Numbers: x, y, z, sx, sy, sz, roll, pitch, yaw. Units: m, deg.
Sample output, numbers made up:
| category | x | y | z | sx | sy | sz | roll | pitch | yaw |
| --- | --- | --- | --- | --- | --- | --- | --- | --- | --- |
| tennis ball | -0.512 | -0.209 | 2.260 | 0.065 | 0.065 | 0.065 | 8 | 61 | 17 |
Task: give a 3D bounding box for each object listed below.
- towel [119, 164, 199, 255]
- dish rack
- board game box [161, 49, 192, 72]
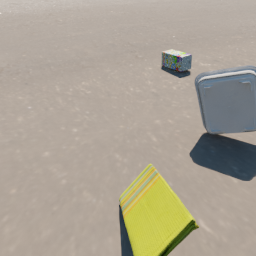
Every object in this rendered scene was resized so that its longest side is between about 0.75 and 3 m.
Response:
| category | x | y | z | sx | sy | sz | roll | pitch | yaw |
| --- | --- | --- | --- | --- | --- | --- | --- | --- | --- |
| towel | 0.364 | 1.382 | 4.771 | 1.065 | 0.223 | 2.474 | -49 | 12 | 2 |
| dish rack | 2.687 | -0.606 | 7.402 | 1.648 | 1.920 | 0.418 | -5 | 33 | 24 |
| board game box | 2.147 | -3.018 | 12.463 | 0.650 | 0.662 | 1.262 | -21 | 34 | -29 |
